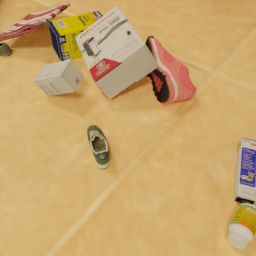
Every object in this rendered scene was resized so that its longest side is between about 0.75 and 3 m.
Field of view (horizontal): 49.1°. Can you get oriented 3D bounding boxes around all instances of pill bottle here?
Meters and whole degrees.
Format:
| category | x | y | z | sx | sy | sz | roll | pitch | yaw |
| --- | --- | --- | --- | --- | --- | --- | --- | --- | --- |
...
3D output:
| category | x | y | z | sx | sy | sz | roll | pitch | yaw |
| --- | --- | --- | --- | --- | --- | --- | --- | --- | --- |
| pill bottle | 2.457 | 2.082 | 5.941 | 0.489 | 0.489 | 0.881 | 29 | 54 | 23 |

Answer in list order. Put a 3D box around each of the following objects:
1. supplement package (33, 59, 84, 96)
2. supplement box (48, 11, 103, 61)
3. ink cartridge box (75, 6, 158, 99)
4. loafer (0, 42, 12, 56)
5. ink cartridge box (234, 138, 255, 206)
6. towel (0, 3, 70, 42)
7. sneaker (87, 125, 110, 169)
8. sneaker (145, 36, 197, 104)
| category | x | y | z | sx | sy | sz | roll | pitch | yaw |
| --- | --- | --- | --- | --- | --- | --- | --- | --- | --- |
| supplement package | -2.131 | -1.522 | 8.585 | 1.276 | 0.699 | 0.726 | -1 | 52 | 36 |
| supplement box | -1.769 | -3.431 | 10.405 | 2.011 | 1.095 | 1.101 | -21 | 52 | -17 |
| ink cartridge box | -0.466 | -2.506 | 9.131 | 1.895 | 1.070 | 2.582 | -34 | 51 | 9 |
| loafer | -5.078 | -3.062 | 10.470 | 1.470 | 0.512 | 0.553 | 6 | 49 | 5 |
| ink cartridge box | 3.167 | 1.077 | 6.945 | 0.865 | 0.339 | 1.826 | 13 | 52 | 12 |
| towel | -3.656 | -4.212 | 10.936 | 2.023 | 0.319 | 2.809 | -6 | 36 | 24 |
| sneaker | -0.784 | 0.323 | 7.388 | 0.485 | 0.650 | 1.448 | -13 | 50 | -11 |
| sneaker | 1.306 | -1.928 | 9.315 | 1.284 | 1.091 | 2.961 | -2 | 52 | -19 |
